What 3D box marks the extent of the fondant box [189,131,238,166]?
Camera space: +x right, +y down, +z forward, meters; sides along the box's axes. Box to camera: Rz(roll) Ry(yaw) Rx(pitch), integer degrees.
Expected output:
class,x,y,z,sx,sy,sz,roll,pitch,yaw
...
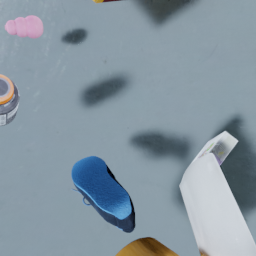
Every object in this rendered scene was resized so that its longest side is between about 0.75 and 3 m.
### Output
class,x,y,z,sx,sy,sz,roll,pitch,yaw
fondant box,1.933,0.650,6.547,0.373,1.281,0.924,39,79,9

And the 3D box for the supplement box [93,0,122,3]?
class,x,y,z,sx,sy,sz,roll,pitch,yaw
supplement box,-0.434,-4.479,6.623,2.337,1.573,2.370,49,42,4

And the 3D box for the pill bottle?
class,x,y,z,sx,sy,sz,roll,pitch,yaw
pill bottle,-2.483,-0.539,5.361,0.752,1.415,0.752,6,75,-23

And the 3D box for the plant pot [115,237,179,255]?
class,x,y,z,sx,sy,sz,roll,pitch,yaw
plant pot,0.508,2.601,4.119,1.790,1.790,1.639,-40,41,-12

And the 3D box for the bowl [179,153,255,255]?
class,x,y,z,sx,sy,sz,roll,pitch,yaw
bowl,1.583,1.763,5.068,0.801,2.143,2.146,-18,47,9

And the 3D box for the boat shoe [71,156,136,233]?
class,x,y,z,sx,sy,sz,roll,pitch,yaw
boat shoe,-0.553,1.265,5.374,0.908,2.157,0.740,-26,118,-11

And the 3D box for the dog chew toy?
class,x,y,z,sx,sy,sz,roll,pitch,yaw
dog chew toy,-2.875,-2.786,7.742,0.981,0.611,0.611,-11,71,-25
